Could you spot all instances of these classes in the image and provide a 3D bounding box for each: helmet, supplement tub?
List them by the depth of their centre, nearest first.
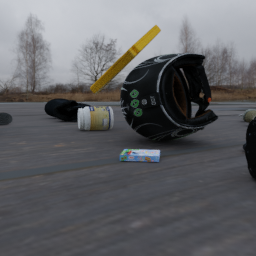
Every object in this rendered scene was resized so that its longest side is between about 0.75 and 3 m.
[{"bbox_3d":[1.102,-0.869,8.259,2.735,2.735,2.607,-3,-2,-26],"label":"helmet"},{"bbox_3d":[-1.269,-0.373,10.855,1.277,0.922,0.922,-2,7,-17],"label":"supplement tub"}]

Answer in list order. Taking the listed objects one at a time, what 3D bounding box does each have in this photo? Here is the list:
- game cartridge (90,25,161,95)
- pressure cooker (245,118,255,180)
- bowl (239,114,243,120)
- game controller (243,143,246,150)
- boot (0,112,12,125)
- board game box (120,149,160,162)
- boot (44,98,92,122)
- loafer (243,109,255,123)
[{"bbox_3d":[-0.110,-2.664,10.900,2.743,0.445,2.418,-37,12,44],"label":"game cartridge"},{"bbox_3d":[2.580,0.320,4.367,1.221,1.091,1.074,0,4,5],"label":"pressure cooker"},{"bbox_3d":[6.132,-0.593,14.105,0.964,0.433,0.964,-18,-5,-2],"label":"bowl"},{"bbox_3d":[3.401,0.511,6.613,1.242,0.262,0.648,0,21,8],"label":"game controller"},{"bbox_3d":[-6.437,-0.410,12.933,1.768,0.580,1.458,0,3,41],"label":"boot"},{"bbox_3d":[0.274,0.590,6.053,0.818,0.150,0.619,2,7,8],"label":"board game box"},{"bbox_3d":[-3.498,-1.019,15.081,2.993,1.143,2.515,7,4,8],"label":"boot"},{"bbox_3d":[6.207,-0.398,12.176,2.214,0.832,0.771,-3,20,0],"label":"loafer"}]
